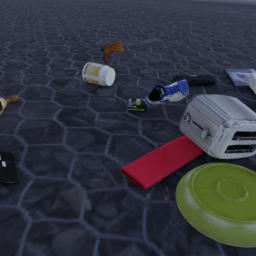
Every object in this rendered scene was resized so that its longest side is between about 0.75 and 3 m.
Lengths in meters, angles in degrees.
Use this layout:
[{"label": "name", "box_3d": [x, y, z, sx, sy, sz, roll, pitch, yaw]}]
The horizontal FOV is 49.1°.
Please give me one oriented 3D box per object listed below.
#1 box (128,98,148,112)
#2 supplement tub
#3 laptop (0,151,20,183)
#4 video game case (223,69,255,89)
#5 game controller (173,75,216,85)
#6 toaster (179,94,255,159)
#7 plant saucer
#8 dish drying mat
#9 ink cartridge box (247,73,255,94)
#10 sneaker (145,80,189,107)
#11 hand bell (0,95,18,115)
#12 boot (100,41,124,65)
[{"label": "box", "box_3d": [0.409, -0.981, 11.815, 0.824, 0.203, 0.853, 0, 33, 3]}, {"label": "supplement tub", "box_3d": [-1.417, -2.608, 13.657, 1.372, 0.991, 0.991, 17, 36, 24]}, {"label": "laptop", "box_3d": [-4.273, 1.403, 8.144, 1.794, 0.927, 1.590, 10, 23, -36]}, {"label": "video game case", "box_3d": [5.984, -2.555, 14.320, 1.612, 0.214, 2.257, 0, 31, 1]}, {"label": "game controller", "box_3d": [3.315, -2.425, 14.026, 2.073, 0.437, 1.081, 1, 18, 0]}, {"label": "toaster", "box_3d": [3.136, -0.035, 8.940, 2.735, 1.554, 1.767, 2, 33, -29]}, {"label": "plant saucer", "box_3d": [2.664, 1.743, 7.294, 2.793, 0.434, 2.793, -1, 32, 0]}, {"label": "dish drying mat", "box_3d": [1.186, 0.981, 8.642, 2.826, 0.257, 1.085, -25, 42, -34]}, {"label": "ink cartridge box", "box_3d": [7.241, -1.617, 12.451, 2.891, 0.630, 2.509, -4, 44, -7]}, {"label": "sneaker", "box_3d": [1.554, -1.361, 11.059, 1.835, 0.741, 1.060, -20, -6, 3]}, {"label": "hand bell", "box_3d": [-5.109, -1.121, 11.753, 0.843, 0.843, 1.620, 7, 21, 12]}, {"label": "boot", "box_3d": [-0.708, -3.584, 13.354, 1.034, 0.974, 0.354, -14, -3, -11]}]
